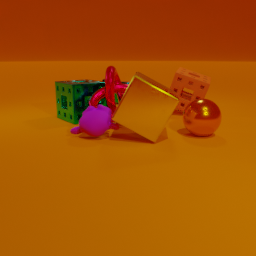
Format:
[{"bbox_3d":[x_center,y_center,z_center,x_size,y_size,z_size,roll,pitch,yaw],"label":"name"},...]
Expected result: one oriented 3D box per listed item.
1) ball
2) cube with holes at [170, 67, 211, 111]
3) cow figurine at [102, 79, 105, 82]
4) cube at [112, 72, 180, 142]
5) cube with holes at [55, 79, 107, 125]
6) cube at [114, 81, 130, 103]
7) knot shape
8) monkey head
[{"bbox_3d":[2.000,-0.284,7.589,1.026,1.026,1.026,0,15,0],"label":"ball"},{"bbox_3d":[2.219,-1.376,10.321,1.230,1.230,1.230,21,25,9],"label":"cube with holes"},{"bbox_3d":[-1.103,-1.817,13.329,0.552,1.006,0.989,10,21,30],"label":"cow figurine"},{"bbox_3d":[0.460,-0.596,7.302,1.246,1.246,1.246,28,16,-3],"label":"cube"},{"bbox_3d":[-1.597,-0.943,9.544,1.267,1.267,1.267,-12,19,-37],"label":"cube with holes"},{"bbox_3d":[-0.031,-1.573,12.438,0.930,0.930,0.930,-8,16,-44],"label":"cube"},{"bbox_3d":[-0.272,-0.917,9.035,1.772,1.894,0.875,25,-20,-35],"label":"knot shape"},{"bbox_3d":[-0.809,-0.085,7.507,1.364,0.981,0.822,-6,53,17],"label":"monkey head"}]
